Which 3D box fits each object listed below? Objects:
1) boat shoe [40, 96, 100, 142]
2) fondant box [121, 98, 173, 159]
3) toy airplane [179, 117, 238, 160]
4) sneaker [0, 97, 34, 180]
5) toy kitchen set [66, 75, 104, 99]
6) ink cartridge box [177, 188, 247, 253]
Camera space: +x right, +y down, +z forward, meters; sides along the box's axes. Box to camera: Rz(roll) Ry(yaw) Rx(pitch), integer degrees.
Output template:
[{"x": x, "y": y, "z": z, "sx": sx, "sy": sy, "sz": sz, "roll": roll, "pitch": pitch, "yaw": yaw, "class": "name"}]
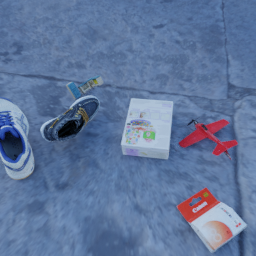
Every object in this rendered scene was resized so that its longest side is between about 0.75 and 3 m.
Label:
[{"x": -1.458, "y": -0.261, "z": 8.281, "sx": 0.992, "sy": 0.773, "sz": 2.185, "roll": 5, "pitch": 37, "yaw": 49, "class": "boat shoe"}, {"x": 0.627, "y": -0.028, "z": 8.501, "sx": 1.351, "sy": 0.545, "sz": 1.872, "roll": 5, "pitch": 51, "yaw": 9, "class": "fondant box"}, {"x": 2.454, "y": 0.270, "z": 8.354, "sx": 1.808, "sy": 0.333, "sz": 1.808, "roll": -5, "pitch": 48, "yaw": 6, "class": "toy airplane"}, {"x": -3.213, "y": 0.062, "z": 7.738, "sx": 0.989, "sy": 1.158, "sz": 2.628, "roll": -20, "pitch": 68, "yaw": -20, "class": "sneaker"}, {"x": -1.458, "y": -1.484, "z": 9.468, "sx": 0.957, "sy": 0.564, "sz": 0.766, "roll": -41, "pitch": 21, "yaw": -25, "class": "toy kitchen set"}, {"x": 2.054, "y": 2.176, "z": 6.935, "sx": 1.094, "sy": 0.338, "sz": 1.349, "roll": -25, "pitch": 59, "yaw": -22, "class": "ink cartridge box"}]
